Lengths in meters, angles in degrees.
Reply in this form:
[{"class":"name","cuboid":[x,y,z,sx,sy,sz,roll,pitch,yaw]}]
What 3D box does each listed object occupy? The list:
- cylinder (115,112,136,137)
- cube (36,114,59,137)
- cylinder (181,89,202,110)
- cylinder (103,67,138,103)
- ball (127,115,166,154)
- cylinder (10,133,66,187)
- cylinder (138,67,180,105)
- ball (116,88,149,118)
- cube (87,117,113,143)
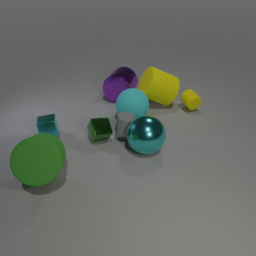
[{"class":"cylinder","cuboid":[-0.105,-0.144,10.592,0.700,0.700,0.700,9,32,-6]},{"class":"cube","cuboid":[-3.145,-0.063,11.010,0.700,0.700,0.700,-12,29,-7]},{"class":"cylinder","cuboid":[2.865,-1.297,12.739,0.700,0.700,0.700,-13,44,-19]},{"class":"cylinder","cuboid":[-0.360,-2.130,13.759,1.400,1.400,1.400,9,33,15]},{"class":"ball","cuboid":[0.654,0.237,9.965,1.400,1.400,1.400,0,32,0]},{"class":"cylinder","cuboid":[-2.647,0.905,8.447,1.400,1.400,1.400,-4,4,-7]},{"class":"cylinder","cuboid":[1.396,-1.899,12.823,1.400,1.400,1.400,17,26,-23]},{"class":"ball","cuboid":[0.189,-0.966,11.848,1.400,1.400,1.400,0,32,0]},{"class":"cube","cuboid":[-1.075,0.064,10.596,0.700,0.700,0.700,-9,70,-25]}]
